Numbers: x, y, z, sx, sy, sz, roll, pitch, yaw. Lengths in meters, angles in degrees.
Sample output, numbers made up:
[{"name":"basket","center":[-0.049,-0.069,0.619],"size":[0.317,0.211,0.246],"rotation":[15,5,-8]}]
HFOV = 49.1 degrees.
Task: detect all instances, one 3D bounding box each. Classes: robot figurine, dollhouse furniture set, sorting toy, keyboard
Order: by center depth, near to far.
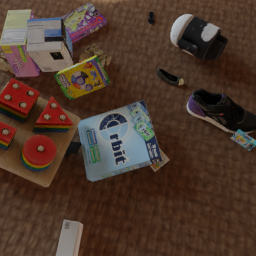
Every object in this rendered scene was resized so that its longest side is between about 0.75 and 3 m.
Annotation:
[{"name":"sorting toy","center":[-3.127,-0.019,8.884],"size":[2.767,0.969,2.784],"rotation":[28,52,-13]},{"name":"keyboard","center":[-2.349,0.804,10.332],"size":[1.369,0.271,0.712],"rotation":[4,49,31]},{"name":"robot figurine","center":[2.976,-3.838,12.003],"size":[2.384,1.791,1.487],"rotation":[32,101,13]},{"name":"dollhouse furniture set","center":[-1.521,-2.904,12.124],"size":[1.042,0.790,1.188],"rotation":[42,51,16]},{"name":"dollhouse furniture set","center":[-5.148,-3.192,12.135],"size":[1.147,0.657,1.345],"rotation":[18,68,7]}]

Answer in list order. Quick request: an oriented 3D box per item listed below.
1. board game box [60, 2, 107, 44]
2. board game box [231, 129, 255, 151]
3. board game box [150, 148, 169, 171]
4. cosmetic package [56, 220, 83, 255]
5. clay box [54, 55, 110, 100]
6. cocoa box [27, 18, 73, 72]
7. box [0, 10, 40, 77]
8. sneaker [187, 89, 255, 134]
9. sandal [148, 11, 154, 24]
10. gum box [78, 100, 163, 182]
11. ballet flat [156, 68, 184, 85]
[{"name":"board game box","center":[-2.380,-4.812,13.038],"size":[2.427,0.392,1.457],"rotation":[-35,75,-14]},{"name":"board game box","center":[4.378,0.460,10.544],"size":[0.820,0.619,0.192],"rotation":[38,71,15]},{"name":"board game box","center":[0.944,1.023,10.534],"size":[0.697,0.177,1.036],"rotation":[-37,71,-15]},{"name":"cosmetic package","center":[-1.917,4.100,8.794],"size":[0.559,0.911,2.208],"rotation":[8,67,1]},{"name":"clay box","center":[-1.727,-1.748,10.117],"size":[1.873,1.076,0.446],"rotation":[-19,26,17]},{"name":"cocoa box","center":[-3.078,-3.289,11.286],"size":[1.371,2.056,1.349],"rotation":[-4,81,-1]},{"name":"box","center":[-4.290,-3.464,11.524],"size":[0.981,1.785,2.029],"rotation":[-2,60,-1]},{"name":"sneaker","center":[3.713,-0.646,10.680],"size":[2.861,1.253,1.084],"rotation":[18,67,8]},{"name":"sandal","center":[1.096,-5.255,13.310],"size":[0.295,0.166,0.776],"rotation":[-1,66,-1]},{"name":"gum box","center":[-0.350,0.463,10.179],"size":[2.680,0.597,2.277],"rotation":[-18,66,7]},{"name":"ballet flat","center":[1.772,-2.140,11.831],"size":[1.265,0.359,0.420],"rotation":[24,68,10]}]
